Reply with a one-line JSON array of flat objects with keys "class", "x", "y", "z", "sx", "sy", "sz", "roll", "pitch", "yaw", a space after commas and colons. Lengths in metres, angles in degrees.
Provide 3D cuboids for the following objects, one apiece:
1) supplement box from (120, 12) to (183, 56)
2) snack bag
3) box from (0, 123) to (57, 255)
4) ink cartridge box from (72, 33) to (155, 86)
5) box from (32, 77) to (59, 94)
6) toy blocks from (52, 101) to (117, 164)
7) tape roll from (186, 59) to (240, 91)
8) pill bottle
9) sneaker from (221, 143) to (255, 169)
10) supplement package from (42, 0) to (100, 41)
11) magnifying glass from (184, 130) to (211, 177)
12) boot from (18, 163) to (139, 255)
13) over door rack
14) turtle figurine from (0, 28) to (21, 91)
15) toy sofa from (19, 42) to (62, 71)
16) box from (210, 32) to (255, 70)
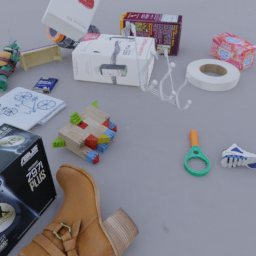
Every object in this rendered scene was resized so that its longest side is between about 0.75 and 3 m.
[{"class": "supplement box", "x": 1.040, "y": -4.295, "z": 12.715, "sx": 2.688, "sy": 1.483, "sz": 1.151, "roll": 7, "pitch": 40, "yaw": 8}, {"class": "snack bag", "x": -3.572, "y": -0.508, "z": 9.102, "sx": 2.224, "sy": 0.252, "sz": 2.359, "roll": 18, "pitch": 42, "yaw": 22}, {"class": "box", "x": -2.638, "y": 1.405, "z": 5.434, "sx": 1.023, "sy": 1.946, "sz": 2.377, "roll": 17, "pitch": 42, "yaw": 21}, {"class": "ink cartridge box", "x": -0.483, "y": -2.729, "z": 11.040, "sx": 2.878, "sy": 1.220, "sz": 2.096, "roll": 8, "pitch": 40, "yaw": 7}, {"class": "box", "x": -3.090, "y": -1.663, "z": 10.571, "sx": 0.643, "sy": 0.172, "sz": 1.062, "roll": 5, "pitch": 38, "yaw": 6}, {"class": "toy blocks", "x": -0.979, "y": 0.161, "z": 7.923, "sx": 1.312, "sy": 0.959, "sz": 1.920, "roll": 29, "pitch": 48, "yaw": 15}, {"class": "tape roll", "x": 3.298, "y": -2.104, "z": 10.944, "sx": 2.029, "sy": 0.371, "sz": 2.029, "roll": 0, "pitch": 39, "yaw": 0}, {"class": "pill bottle", "x": -2.309, "y": -3.959, "z": 11.910, "sx": 1.214, "sy": 1.214, "sz": 2.285, "roll": 27, "pitch": 21, "yaw": 29}, {"class": "sneaker", "x": 3.021, "y": 0.704, "z": 7.466, "sx": 1.123, "sy": 0.454, "sz": 0.649, "roll": 2, "pitch": 42, "yaw": 5}, {"class": "supplement package", "x": -1.548, "y": -3.890, "z": 8.394, "sx": 1.236, "sy": 2.038, "sz": 1.220, "roll": 24, "pitch": -5, "yaw": -24}, {"class": "magnifying glass", "x": 1.872, "y": 0.650, "z": 7.752, "sx": 0.678, "sy": 0.191, "sz": 1.703, "roll": 4, "pitch": 39, "yaw": 5}, {"class": "boot", "x": -1.293, "y": 1.954, "z": 5.691, "sx": 1.983, "sy": 0.980, "sz": 2.555, "roll": -32, "pitch": 58, "yaw": -30}, {"class": "over door rack", "x": 0.833, "y": -1.684, "z": 7.376, "sx": 1.682, "sy": 0.758, "sz": 2.277, "roll": 20, "pitch": 44, "yaw": -44}, {"class": "turtle figurine", "x": -4.925, "y": -2.650, "z": 10.841, "sx": 2.049, "sy": 1.378, "sz": 2.736, "roll": -8, "pitch": 54, "yaw": 15}, {"class": "toy sofa", "x": -3.763, "y": -3.104, "z": 11.886, "sx": 1.731, "sy": 0.717, "sz": 0.845, "roll": -24, "pitch": 46, "yaw": -26}, {"class": "box", "x": 4.461, "y": -3.304, "z": 11.972, "sx": 0.858, "sy": 0.930, "sz": 1.813, "roll": -17, "pitch": 44, "yaw": -19}]
